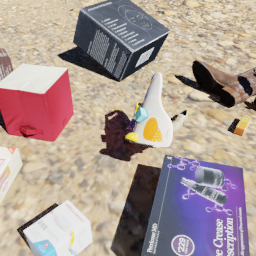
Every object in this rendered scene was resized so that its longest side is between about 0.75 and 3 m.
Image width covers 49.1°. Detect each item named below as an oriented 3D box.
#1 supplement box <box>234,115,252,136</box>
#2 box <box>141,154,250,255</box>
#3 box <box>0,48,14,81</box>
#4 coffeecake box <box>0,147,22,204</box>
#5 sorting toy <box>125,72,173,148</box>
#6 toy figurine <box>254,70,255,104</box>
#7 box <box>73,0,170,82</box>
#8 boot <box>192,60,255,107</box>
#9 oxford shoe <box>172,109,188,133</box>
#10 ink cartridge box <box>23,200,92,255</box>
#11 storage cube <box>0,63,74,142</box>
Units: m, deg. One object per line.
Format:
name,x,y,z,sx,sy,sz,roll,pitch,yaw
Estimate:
supplement box,3.692,-0.097,8.989,0.286,0.296,0.861,23,41,24
box,1.414,1.893,5.823,1.851,1.034,2.622,7,38,13
box,-5.459,-2.486,11.431,1.307,1.085,1.073,-20,42,-24
coffeecake box,-3.861,1.122,7.093,1.799,0.657,1.381,4,38,5
sorting toy,0.614,-0.452,7.387,1.085,1.828,2.031,10,-4,2
toy figurine,5.371,-1.520,9.525,1.874,1.844,1.303,-19,25,-25
box,-0.277,-3.928,12.019,2.824,1.780,2.873,42,49,9
boot,4.277,-2.076,10.960,2.813,0.904,2.622,-23,59,-22
oxford shoe,1.614,-0.232,9.057,0.394,0.411,1.115,20,42,24
ink cartridge box,-1.364,2.176,5.629,1.050,0.767,0.770,-31,47,-34
storage cube,-2.818,-0.829,8.772,1.637,1.721,1.915,9,38,11
